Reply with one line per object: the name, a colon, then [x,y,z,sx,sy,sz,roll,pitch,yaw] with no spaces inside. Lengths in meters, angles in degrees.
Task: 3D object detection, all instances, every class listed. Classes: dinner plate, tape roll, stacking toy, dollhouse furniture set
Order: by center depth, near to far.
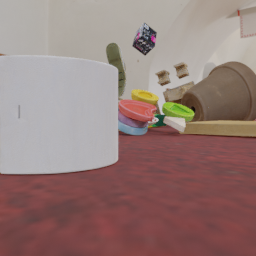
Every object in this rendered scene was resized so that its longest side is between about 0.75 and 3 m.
tape roll: [-0.772,-0.133,2.807,1.367,0.939,1.367,0,2,0]
stacking toy: [0.630,-0.182,7.027,1.776,0.829,1.962,21,25,12]
dinner plate: [-0.333,-0.198,8.842,2.569,0.311,2.569,3,10,0]
dollhouse furniture set: [1.988,-1.365,13.356,2.725,2.504,1.773,-18,-5,25]

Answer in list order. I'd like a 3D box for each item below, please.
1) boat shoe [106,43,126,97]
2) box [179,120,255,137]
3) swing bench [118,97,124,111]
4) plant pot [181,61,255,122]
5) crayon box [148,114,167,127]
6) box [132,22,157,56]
boat shoe: [-0.534,-3.011,14.919,1.072,2.869,0.981,-4,-3,16]
box: [3.079,0.000,6.685,2.938,0.313,2.402,3,5,44]
swing bench: [-0.150,-0.911,14.844,2.298,1.491,2.286,7,5,26]
plant pot: [3.129,-0.957,10.048,2.108,2.418,2.418,-21,10,-19]
crayon box: [0.391,-0.297,11.007,1.487,0.502,1.723,-2,4,-42]
box: [0.754,-4.055,12.786,0.816,1.234,0.708,31,-45,-22]
